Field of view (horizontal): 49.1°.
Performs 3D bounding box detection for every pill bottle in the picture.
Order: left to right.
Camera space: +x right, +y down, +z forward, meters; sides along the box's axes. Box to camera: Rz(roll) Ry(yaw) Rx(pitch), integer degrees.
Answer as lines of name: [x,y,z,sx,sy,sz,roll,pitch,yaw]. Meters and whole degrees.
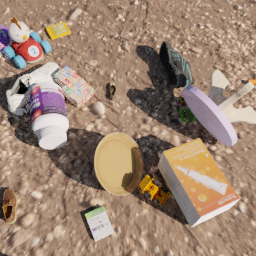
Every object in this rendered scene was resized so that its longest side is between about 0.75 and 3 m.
pill bottle: [-3.024,-0.462,10.748,1.353,1.353,2.428,-13,58,-8]

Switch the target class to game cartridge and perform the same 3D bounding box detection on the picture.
game cartridge: [-3.564,-4.985,14.295,1.049,0.170,0.924,-24,61,-16]

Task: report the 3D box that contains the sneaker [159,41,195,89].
sneaker: [2.153,-2.845,12.641,1.034,0.984,2.610,-6,63,-21]

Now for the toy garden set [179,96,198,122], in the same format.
toy garden set: [2.855,-0.905,11.660,1.455,0.290,1.213,-7,58,-5]

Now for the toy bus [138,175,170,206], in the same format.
toy bus: [0.825,2.066,9.541,0.957,0.919,0.649,41,85,-21]

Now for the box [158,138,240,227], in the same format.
box: [2.258,1.787,9.404,1.495,1.171,2.403,-19,60,-16]

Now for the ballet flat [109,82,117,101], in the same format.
ballet flat: [-0.658,-1.618,12.144,0.333,0.229,0.989,-1,58,0]

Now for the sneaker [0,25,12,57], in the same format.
sneaker: [-6.293,-3.979,13.123,1.052,1.088,2.608,7,58,4]

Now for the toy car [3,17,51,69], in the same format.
toy car: [-4.759,-4.052,12.676,1.695,1.916,1.766,40,67,22]

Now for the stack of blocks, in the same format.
stack of blocks: [-2.365,-1.763,11.903,1.663,0.487,0.957,42,66,11]

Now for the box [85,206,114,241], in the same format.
box: [-0.938,3.130,9.210,0.677,0.170,0.938,-21,62,-13]

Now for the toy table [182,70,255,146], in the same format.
toy table: [3.529,-0.839,10.502,1.587,2.491,2.710,-37,93,-7]

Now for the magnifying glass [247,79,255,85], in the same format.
magnifying glass: [6.254,-2.022,12.423,1.859,0.208,0.740,1,58,1]

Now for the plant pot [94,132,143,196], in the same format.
plant pot: [-0.334,1.226,9.651,2.160,0.297,2.160,11,72,-39]

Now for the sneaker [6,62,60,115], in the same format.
sneaker: [-3.915,-1.879,11.762,1.104,1.190,2.937,25,60,15]

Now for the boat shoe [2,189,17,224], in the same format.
boat shoe: [-3.984,2.584,9.402,0.436,0.409,1.210,-14,59,-8]
